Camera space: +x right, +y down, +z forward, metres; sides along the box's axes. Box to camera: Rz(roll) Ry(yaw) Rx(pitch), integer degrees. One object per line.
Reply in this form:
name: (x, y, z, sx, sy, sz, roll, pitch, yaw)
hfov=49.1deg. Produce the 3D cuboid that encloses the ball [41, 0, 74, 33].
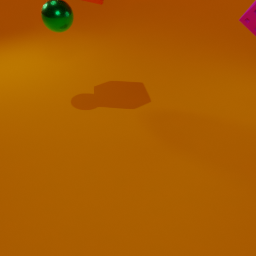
ball: (-2.141, -3.411, 8.523, 0.971, 0.971, 0.971, 0, 37, 0)

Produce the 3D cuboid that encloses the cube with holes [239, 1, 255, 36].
cube with holes: (3.536, -2.830, 6.773, 0.944, 0.944, 0.944, 43, 67, -1)

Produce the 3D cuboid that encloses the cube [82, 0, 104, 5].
cube: (-1.330, -4.860, 8.603, 1.329, 1.329, 1.329, 14, -5, 3)
